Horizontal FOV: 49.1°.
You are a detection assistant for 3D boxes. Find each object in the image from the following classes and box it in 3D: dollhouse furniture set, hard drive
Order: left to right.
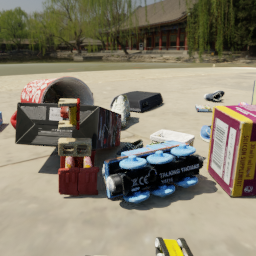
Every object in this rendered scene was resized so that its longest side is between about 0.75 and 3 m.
[{"bbox_3d":[-0.967,0.296,5.576,0.766,1.885,1.014,1,19,-11],"label":"dollhouse furniture set"},{"bbox_3d":[0.482,-1.344,13.452,1.809,0.568,2.682,9,19,27],"label":"hard drive"}]

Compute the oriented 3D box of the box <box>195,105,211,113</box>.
[{"bbox_3d":[3.372,-0.879,12.598,0.614,0.169,0.899,2,17,7],"label":"box"}]

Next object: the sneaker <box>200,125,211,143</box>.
[{"bbox_3d":[2.595,0.132,8.317,0.582,0.661,1.482,-2,16,-8],"label":"sneaker"}]

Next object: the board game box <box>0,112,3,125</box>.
[{"bbox_3d":[-5.666,-0.116,9.509,2.249,0.453,1.721,-3,17,-9],"label":"board game box"}]

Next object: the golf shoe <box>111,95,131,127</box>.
[{"bbox_3d":[-0.392,-0.660,10.374,0.833,1.034,2.127,4,18,7],"label":"golf shoe"}]

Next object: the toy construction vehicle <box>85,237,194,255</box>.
[{"bbox_3d":[0.211,1.857,2.917,1.381,0.558,1.586,7,17,-15],"label":"toy construction vehicle"}]

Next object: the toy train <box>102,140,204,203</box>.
[{"bbox_3d":[0.466,0.825,5.666,2.142,0.928,1.224,-10,10,-25],"label":"toy train"}]

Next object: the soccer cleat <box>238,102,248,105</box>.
[{"bbox_3d":[5.228,-0.941,12.567,0.365,0.340,0.997,-10,21,-15],"label":"soccer cleat"}]

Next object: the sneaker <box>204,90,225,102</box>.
[{"bbox_3d":[4.754,-1.689,14.636,1.266,0.481,0.915,-17,11,-19],"label":"sneaker"}]

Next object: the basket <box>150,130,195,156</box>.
[{"bbox_3d":[1.143,0.471,7.248,0.994,0.613,0.674,11,20,35],"label":"basket"}]

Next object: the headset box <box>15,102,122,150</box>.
[{"bbox_3d":[-1.321,-0.024,7.330,1.960,0.989,2.637,3,-1,10],"label":"headset box"}]

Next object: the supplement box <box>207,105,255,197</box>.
[{"bbox_3d":[3.058,0.392,5.825,2.430,1.591,1.254,-3,18,-8],"label":"supplement box"}]

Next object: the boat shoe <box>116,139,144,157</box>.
[{"bbox_3d":[0.067,0.540,7.547,0.997,0.308,0.373,-15,22,-41],"label":"boat shoe"}]

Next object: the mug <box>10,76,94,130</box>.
[{"bbox_3d":[-2.940,-0.944,9.886,2.484,1.867,2.798,-2,11,-36],"label":"mug"}]

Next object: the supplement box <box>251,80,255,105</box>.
[{"bbox_3d":[6.821,-1.395,12.435,1.852,1.244,1.853,0,16,0],"label":"supplement box"}]
